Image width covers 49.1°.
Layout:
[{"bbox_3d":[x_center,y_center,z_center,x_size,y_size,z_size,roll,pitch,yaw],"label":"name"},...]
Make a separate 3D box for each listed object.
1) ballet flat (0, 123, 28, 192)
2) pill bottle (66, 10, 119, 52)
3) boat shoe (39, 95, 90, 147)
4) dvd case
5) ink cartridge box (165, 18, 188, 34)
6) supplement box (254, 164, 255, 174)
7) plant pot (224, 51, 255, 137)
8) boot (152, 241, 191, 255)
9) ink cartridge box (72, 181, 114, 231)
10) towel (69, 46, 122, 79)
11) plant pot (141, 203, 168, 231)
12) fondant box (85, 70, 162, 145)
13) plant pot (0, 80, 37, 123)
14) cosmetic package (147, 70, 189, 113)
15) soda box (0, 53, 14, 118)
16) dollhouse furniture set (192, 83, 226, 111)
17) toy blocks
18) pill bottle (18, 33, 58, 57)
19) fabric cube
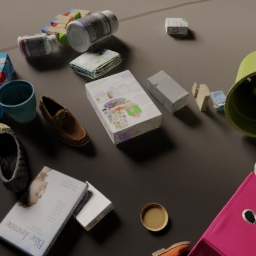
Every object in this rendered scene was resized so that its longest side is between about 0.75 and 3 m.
[{"bbox_3d":[-4.078,0.846,9.570,0.984,0.841,2.961,-24,57,-17],"label":"ballet flat"},{"bbox_3d":[-1.615,-4.666,13.274,1.389,1.389,2.442,30,47,21],"label":"pill bottle"},{"bbox_3d":[-2.477,-0.281,10.398,2.570,0.874,0.924,35,60,23],"label":"boat shoe"},{"bbox_3d":[-2.627,2.476,8.608,1.843,0.227,2.584,18,55,21],"label":"dvd case"},{"bbox_3d":[2.489,-5.251,14.406,1.071,0.450,0.776,0,53,0],"label":"ink cartridge box"},{"bbox_3d":[4.650,1.534,8.639,1.005,1.495,1.496,12,54,9],"label":"supplement box"},{"bbox_3d":[5.162,-1.571,10.507,2.907,2.907,2.761,13,41,9],"label":"plant pot"},{"bbox_3d":[1.313,3.583,7.821,1.131,0.424,0.606,-22,60,-6],"label":"boot"},{"bbox_3d":[-1.277,2.421,8.810,1.072,0.334,1.332,-38,43,-25],"label":"ink cartridge box"},{"bbox_3d":[-1.432,-2.893,12.286,1.658,0.466,1.937,-38,46,-24],"label":"towel"},{"bbox_3d":[0.799,2.725,8.571,0.835,0.115,0.835,2,57,-2],"label":"plant pot"},{"bbox_3d":[-0.234,-0.894,10.908,1.975,0.797,2.738,-21,55,-17],"label":"fondant box"},{"bbox_3d":[-4.089,-0.899,10.627,1.343,1.262,1.343,0,53,0],"label":"plant pot"},{"bbox_3d":[1.600,-1.475,11.394,0.886,0.748,1.658,-32,58,-20],"label":"cosmetic package"},{"bbox_3d":[-5.531,-1.789,11.498,0.992,0.939,2.926,-4,54,-3],"label":"soda box"},{"bbox_3d":[3.482,-1.441,11.268,1.364,0.890,1.287,-8,54,-7],"label":"dollhouse furniture set"},{"bbox_3d":[-3.029,-5.088,13.939,1.798,1.315,2.631,21,59,29],"label":"toy blocks"},{"bbox_3d":[-4.163,-3.893,13.083,1.680,0.930,0.930,-10,54,-7],"label":"pill bottle"},{"bbox_3d":[3.168,3.057,6.949,2.382,2.390,2.344,38,61,24],"label":"fabric cube"}]
